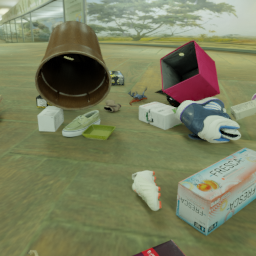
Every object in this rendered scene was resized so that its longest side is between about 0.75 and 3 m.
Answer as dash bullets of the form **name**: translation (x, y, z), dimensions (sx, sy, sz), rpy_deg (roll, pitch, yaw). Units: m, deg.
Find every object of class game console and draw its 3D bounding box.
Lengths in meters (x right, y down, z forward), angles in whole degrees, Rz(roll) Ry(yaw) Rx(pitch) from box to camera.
- **game console**: translation (2.634, -1.869, 14.473), dimensions (1.611, 0.329, 2.731), rpy_deg (-14, 31, -7)

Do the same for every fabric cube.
- **fabric cube**: translation (2.518, -2.153, 11.436), dimensions (1.690, 1.723, 1.717), rpy_deg (-23, -34, 37)

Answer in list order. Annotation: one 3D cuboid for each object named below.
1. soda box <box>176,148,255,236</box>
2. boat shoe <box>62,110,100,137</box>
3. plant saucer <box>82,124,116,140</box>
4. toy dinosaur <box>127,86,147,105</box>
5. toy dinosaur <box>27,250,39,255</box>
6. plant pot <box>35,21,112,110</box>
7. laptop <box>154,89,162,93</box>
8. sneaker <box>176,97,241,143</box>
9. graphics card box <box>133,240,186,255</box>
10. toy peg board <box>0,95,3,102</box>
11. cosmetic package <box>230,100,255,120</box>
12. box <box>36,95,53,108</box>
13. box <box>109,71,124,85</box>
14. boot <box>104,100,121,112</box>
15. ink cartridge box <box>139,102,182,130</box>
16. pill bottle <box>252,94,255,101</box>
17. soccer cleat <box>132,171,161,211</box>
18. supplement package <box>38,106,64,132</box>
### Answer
- **soda box**: translation (2.299, 1.323, 6.432), dimensions (2.650, 0.906, 0.843), rpy_deg (-17, 27, -35)
- **boat shoe**: translation (-1.775, -0.207, 10.654), dimensions (0.684, 0.589, 1.900), rpy_deg (13, 25, 29)
- **plant saucer**: translation (-1.041, 0.174, 10.191), dimensions (0.986, 0.236, 0.985), rpy_deg (6, 23, 14)
- **toy dinosaur**: translation (0.524, -1.543, 14.348), dimensions (1.189, 1.310, 0.688), rpy_deg (26, -15, -40)
- **toy dinosaur**: translation (-1.610, 2.420, 4.636), dimensions (1.281, 0.373, 0.648), rpy_deg (-13, 40, -12)
- **plant pot**: translation (-2.098, -2.570, 10.941), dimensions (2.730, 2.730, 2.702), rpy_deg (-3, 48, -7)
- **laptop**: translation (2.256, -2.022, 15.876), dimensions (1.113, 0.575, 0.987), rpy_deg (40, 39, 20)
- **sneaker**: translation (3.288, -0.164, 10.217), dimensions (2.894, 1.166, 2.119), rpy_deg (-5, 36, -44)
- **graphics card box**: translation (0.219, 2.486, 4.144), dimensions (1.882, 0.479, 1.181), rpy_deg (-11, 25, -24)
- **toy peg board**: translation (-6.442, -0.966, 11.070), dimensions (2.187, 1.070, 2.178), rpy_deg (-21, 24, -2)
- **cosmetic package**: translation (4.324, -0.664, 10.308), dimensions (0.942, 0.335, 0.495), rpy_deg (-16, 35, 3)
- **box**: translation (-3.278, -1.581, 14.131), dimensions (1.821, 0.563, 2.280), rpy_deg (2, 22, 8)
- **box**: translation (-1.302, -3.277, 18.297), dimensions (1.884, 0.574, 2.338), rpy_deg (0, 22, -8)
- **boot**: translation (-0.853, -1.018, 12.987), dimensions (1.050, 0.369, 0.768), rpy_deg (16, 28, 33)
- **ink cartridge box**: translation (1.312, -0.535, 11.408), dimensions (1.094, 0.632, 1.498), rpy_deg (-18, 28, -37)
- **pill bottle**: translation (6.081, -1.095, 12.598), dimensions (0.795, 0.795, 1.416), rpy_deg (5, 22, 12)
- **soccer cleat**: translation (0.419, 1.479, 6.641), dimensions (0.617, 0.551, 1.591), rpy_deg (-6, 15, -1)
- **supplement package**: translation (-3.004, -0.375, 10.971), dimensions (0.639, 0.663, 1.166), rpy_deg (3, 22, 4)
